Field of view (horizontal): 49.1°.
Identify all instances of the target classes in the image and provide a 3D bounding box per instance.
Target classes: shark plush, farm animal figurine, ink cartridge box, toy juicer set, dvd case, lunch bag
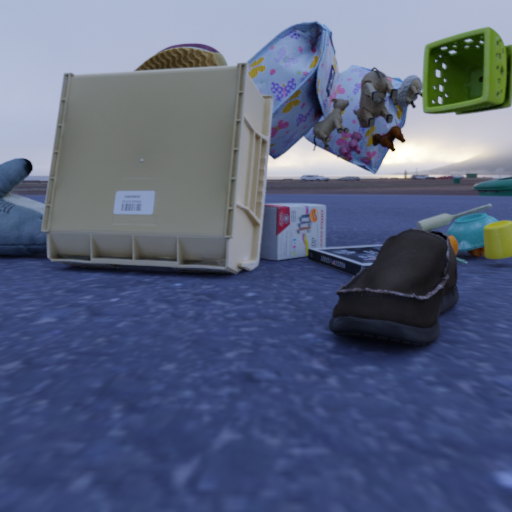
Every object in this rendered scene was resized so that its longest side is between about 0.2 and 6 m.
[{"bbox_3d":[-5.719,-0.586,10.233,4.508,2.048,1.878,1,37,-28],"label":"shark plush"},{"bbox_3d":[2.218,-2.972,11.529,1.939,1.918,1.011,1,43,-22],"label":"farm animal figurine"},{"bbox_3d":[0.558,-0.503,10.851,1.384,1.006,1.001,-8,11,-43],"label":"ink cartridge box"},{"bbox_3d":[3.875,-0.299,10.820,1.864,0.797,2.930,-14,10,16],"label":"toy juicer set"},{"bbox_3d":[2.002,0.070,9.512,1.592,0.262,2.118,-3,8,-17],"label":"dvd case"},{"bbox_3d":[2.552,-3.376,13.606,1.399,2.200,1.866,10,20,-45],"label":"lunch bag"},{"bbox_3d":[0.735,-3.391,11.481,1.515,2.383,2.021,47,2,15],"label":"lunch bag"}]

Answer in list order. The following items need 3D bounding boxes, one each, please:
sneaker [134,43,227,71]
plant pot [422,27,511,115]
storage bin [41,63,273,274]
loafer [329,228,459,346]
[{"bbox_3d":[-1.975,-3.814,12.371,3.481,1.304,1.568,-11,24,29],"label":"sneaker"},{"bbox_3d":[3.686,-3.052,9.587,1.119,1.233,1.227,-2,4,-39],"label":"plant pot"},{"bbox_3d":[-1.605,-1.381,9.484,3.322,3.298,1.557,3,-8,15],"label":"storage bin"},{"bbox_3d":[1.491,0.209,5.862,1.017,0.994,2.786,4,9,26],"label":"loafer"}]
